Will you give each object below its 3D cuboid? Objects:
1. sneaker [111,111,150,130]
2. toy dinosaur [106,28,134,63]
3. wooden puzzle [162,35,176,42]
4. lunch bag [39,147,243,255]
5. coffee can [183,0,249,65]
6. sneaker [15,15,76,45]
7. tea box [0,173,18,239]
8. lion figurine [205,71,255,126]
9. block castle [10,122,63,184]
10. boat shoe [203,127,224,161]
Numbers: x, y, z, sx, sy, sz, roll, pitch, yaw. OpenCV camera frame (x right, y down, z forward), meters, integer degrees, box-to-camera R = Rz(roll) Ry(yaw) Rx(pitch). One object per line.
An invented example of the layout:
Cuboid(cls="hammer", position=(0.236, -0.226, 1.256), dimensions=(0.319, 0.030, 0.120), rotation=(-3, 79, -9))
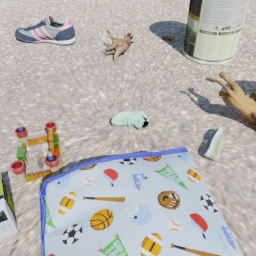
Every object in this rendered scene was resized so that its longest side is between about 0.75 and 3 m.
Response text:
Cuboid(cls="sneaker", position=(0.091, -0.173, 7.461), dimensions=(0.992, 0.365, 0.585), rotation=(-12, 36, -17))
Cuboid(cls="toy dinosaur", position=(-0.250, -3.177, 10.735), dimensions=(1.159, 0.734, 1.711), rotation=(3, 46, -9))
Cuboid(cls="wooden puzzle", position=(1.742, -3.836, 11.950), dimensions=(0.761, 0.053, 0.451), rotation=(27, 47, 27))
Cuboid(cls="lunch bag", position=(-0.013, 1.653, 4.446), dimensions=(2.640, 1.635, 2.244), rotation=(-4, 41, -17))
Cuboid(cls="coffee can", position=(3.122, -3.944, 10.009), dimensions=(2.006, 2.741, 2.006), rotation=(0, 41, 0))
Cuboid(cls="sneaker", position=(-3.436, -4.101, 11.470), dimensions=(2.619, 1.074, 0.919), rotation=(5, 41, 5))
Cuboid(cls="tea box", position=(-2.484, 1.479, 5.197), dimensions=(0.574, 0.858, 0.844), rotation=(-16, 43, -17))
Cuboid(cls="lion figurine", position=(3.082, -0.622, 7.306), dimensions=(2.191, 0.794, 1.342), rotation=(20, 30, -15))
Cuboid(cls="block castle", position=(-2.069, 0.464, 6.392), dimensions=(1.017, 0.714, 1.522), rotation=(-10, 37, -10))
Cuboid(cls="boat shoe", position=(2.162, 0.399, 6.894), dimensions=(0.337, 0.391, 1.087), rotation=(36, 51, 2))
